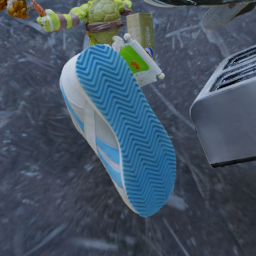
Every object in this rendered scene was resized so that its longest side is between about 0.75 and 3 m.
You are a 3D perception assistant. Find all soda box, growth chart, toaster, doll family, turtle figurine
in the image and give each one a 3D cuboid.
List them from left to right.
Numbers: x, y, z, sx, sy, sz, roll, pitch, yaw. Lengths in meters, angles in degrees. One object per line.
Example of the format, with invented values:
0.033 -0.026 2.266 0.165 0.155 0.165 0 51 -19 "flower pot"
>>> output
-2.294 -3.065 5.448 2.741 1.235 1.701 21 104 36 "doll family"
-0.393 -1.845 5.197 0.856 2.143 2.658 16 36 36 "turtle figurine"
-0.085 -0.955 4.665 1.041 1.438 0.128 37 61 -21 "growth chart"
0.314 -1.910 6.447 0.430 1.344 0.455 -16 18 -36 "soda box"
2.429 -0.538 4.715 1.427 2.405 2.175 59 42 -15 "toaster"

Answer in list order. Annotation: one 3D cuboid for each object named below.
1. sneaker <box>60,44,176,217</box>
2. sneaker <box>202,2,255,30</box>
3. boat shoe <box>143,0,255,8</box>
-0.141 0.126 4.579 1.085 1.146 2.836 -30 104 -28 "sneaker"
2.525 -2.800 6.778 1.415 0.752 0.529 -30 77 27 "sneaker"
1.535 -2.803 5.230 2.863 1.012 0.911 -10 29 -17 "boat shoe"
